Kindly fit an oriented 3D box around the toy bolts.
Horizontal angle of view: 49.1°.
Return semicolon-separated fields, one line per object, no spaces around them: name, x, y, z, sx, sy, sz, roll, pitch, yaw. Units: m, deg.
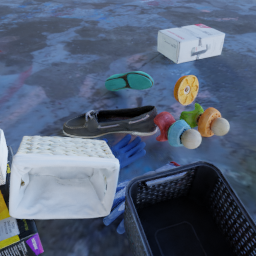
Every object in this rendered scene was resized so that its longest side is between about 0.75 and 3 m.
toy bolts;1.733;-0.293;7.425;1.898;1.813;1.316;-34;38;-25

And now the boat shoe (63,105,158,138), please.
boat shoe;-0.499;-0.277;8.099;2.800;0.798;0.936;-1;36;-2

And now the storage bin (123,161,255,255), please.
storage bin;1.045;1.946;4.336;1.704;1.182;2.520;-12;48;-14

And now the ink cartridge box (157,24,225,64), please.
ink cartridge box;2.850;-3.947;12.952;2.489;1.055;1.813;-14;38;-21

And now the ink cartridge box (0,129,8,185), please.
ink cartridge box;-3.343;0.701;5.642;1.612;0.667;1.181;-9;36;-14

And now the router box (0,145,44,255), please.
router box;-3.060;1.627;5.546;2.039;0.698;2.734;-18;39;-23

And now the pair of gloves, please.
pair of gloves;-0.054;1.102;6.585;2.309;0.327;2.872;-29;40;-31

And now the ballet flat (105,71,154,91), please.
ballet flat;0.099;-1.720;9.885;2.010;0.677;0.707;0;34;35

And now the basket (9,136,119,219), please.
basket;-1.209;0.875;5.299;1.808;1.226;1.115;4;24;-18
